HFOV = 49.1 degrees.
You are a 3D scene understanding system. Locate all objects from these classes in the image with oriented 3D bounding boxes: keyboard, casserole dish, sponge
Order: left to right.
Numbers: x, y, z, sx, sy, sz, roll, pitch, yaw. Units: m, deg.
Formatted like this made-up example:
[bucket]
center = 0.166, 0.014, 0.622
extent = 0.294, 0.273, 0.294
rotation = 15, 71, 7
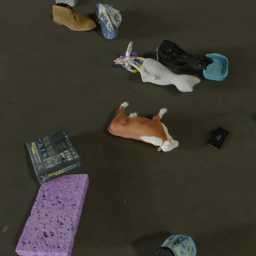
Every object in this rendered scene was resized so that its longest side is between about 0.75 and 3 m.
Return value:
[sponge]
center = -2.110, 2.461, 8.265
extent = 1.430, 0.382, 2.563
rotation = 1, 44, 8
[casserole dish]
center = 3.976, -2.758, 12.819
extent = 1.091, 0.350, 1.802
rotation = 10, 52, 8
[keyboard]
center = 3.289, 0.338, 10.422
extent = 0.623, 0.133, 1.037
rotation = 32, 56, 16

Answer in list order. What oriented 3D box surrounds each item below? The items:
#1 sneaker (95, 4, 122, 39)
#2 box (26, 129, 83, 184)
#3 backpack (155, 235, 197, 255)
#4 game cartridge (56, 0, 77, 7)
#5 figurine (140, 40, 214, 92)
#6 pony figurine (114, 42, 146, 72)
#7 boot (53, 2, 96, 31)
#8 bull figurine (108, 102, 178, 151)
[sneaker]
center = -0.860, -5.799, 14.858
extent = 1.251, 1.131, 2.936
rotation = -11, 52, -14
[box]
center = -2.517, 0.897, 9.494
extent = 1.457, 0.471, 1.848
rotation = -20, 40, -18
[backpack]
center = 1.316, 3.305, 7.393
extent = 0.867, 1.127, 0.920
rotation = -26, 83, 21
[game cartridge]
center = -3.714, -8.015, 17.152
extent = 1.243, 0.388, 1.866
rotation = 7, 51, 0
[figurine]
center = 2.132, -2.597, 12.124
extent = 2.472, 1.091, 2.534
rotation = 22, 55, 22
[pony figurine]
center = 0.123, -3.167, 12.869
extent = 1.281, 1.066, 1.236
rotation = 23, 62, -1
[boot]
center = -2.954, -5.967, 15.044
extent = 2.668, 1.007, 0.982
rotation = 22, 52, 16
[bull figurine]
center = 0.636, -0.046, 10.279
extent = 2.621, 0.854, 1.591
rotation = 13, 49, 9
